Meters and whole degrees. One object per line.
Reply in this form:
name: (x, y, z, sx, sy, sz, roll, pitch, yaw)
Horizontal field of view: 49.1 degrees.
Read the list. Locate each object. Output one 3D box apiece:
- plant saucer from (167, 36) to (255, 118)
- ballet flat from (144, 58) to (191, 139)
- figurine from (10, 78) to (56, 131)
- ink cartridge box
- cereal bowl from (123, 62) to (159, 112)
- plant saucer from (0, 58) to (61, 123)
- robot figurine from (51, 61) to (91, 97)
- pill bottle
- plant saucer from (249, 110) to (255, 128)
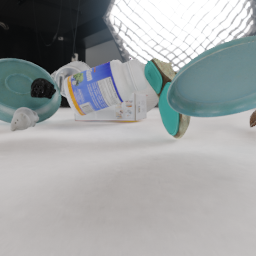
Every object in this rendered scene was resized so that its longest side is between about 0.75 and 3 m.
plant saucer: (1.480, -0.675, 3.966, 1.901, 0.260, 1.901, -6, -24, -2)
ballet flat: (1.036, -0.795, 6.201, 0.796, 0.861, 2.553, 3, 45, -18)
figurine: (-2.584, -0.614, 7.497, 0.689, 1.602, 1.563, 31, -1, -14)
ink cartridge box: (-0.545, -0.820, 11.041, 2.413, 1.012, 2.118, 1, 5, 18)
cereal bowl: (0.059, -1.992, 13.003, 2.969, 2.969, 1.237, 2, -30, 18)
plant saucer: (-3.721, -1.409, 9.630, 2.949, 2.949, 0.404, -3, -33, -33)
robot figurine: (-2.261, -2.082, 11.891, 2.022, 1.346, 2.384, 14, 22, 2)
pill bottle: (-0.469, -0.946, 6.217, 1.679, 0.941, 0.941, -19, 3, 7)
plant saucer: (3.555, -0.545, 6.801, 1.498, 0.258, 1.498, -28, -18, -10)
